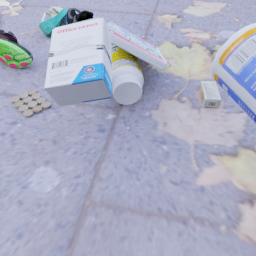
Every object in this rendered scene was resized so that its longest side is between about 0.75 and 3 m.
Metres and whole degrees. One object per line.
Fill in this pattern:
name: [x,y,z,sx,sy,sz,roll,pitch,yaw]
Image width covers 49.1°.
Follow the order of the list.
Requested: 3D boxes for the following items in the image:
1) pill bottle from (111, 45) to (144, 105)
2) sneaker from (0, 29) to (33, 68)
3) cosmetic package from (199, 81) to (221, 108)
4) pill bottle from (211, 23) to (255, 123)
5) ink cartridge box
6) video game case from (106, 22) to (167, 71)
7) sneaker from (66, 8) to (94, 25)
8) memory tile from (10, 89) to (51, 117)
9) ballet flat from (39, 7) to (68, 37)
pill bottle: [-0.131,-1.645,8.610,1.108,1.108,1.971,-5,45,-5]
sneaker: [-4.381,-3.032,10.080,2.815,1.080,1.179,28,55,24]
cosmetic package: [2.487,-1.030,8.533,0.494,0.334,0.940,3,44,3]
pill bottle: [2.418,-0.547,4.377,1.204,1.204,2.148,-22,60,-21]
ink cartridge box: [-1.093,-1.552,6.552,1.343,0.775,1.840,-8,60,12]
video game case: [0.174,-2.746,9.067,2.080,0.254,2.909,26,22,-11]
sneaker: [-1.683,-4.183,11.160,1.025,1.198,2.892,-18,47,-20]
memory tile: [-2.942,-0.762,8.434,0.874,0.096,1.140,-32,53,-28]
ballet flat: [-3.110,-4.723,11.924,0.744,0.778,2.210,-21,34,35]
